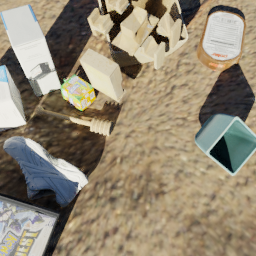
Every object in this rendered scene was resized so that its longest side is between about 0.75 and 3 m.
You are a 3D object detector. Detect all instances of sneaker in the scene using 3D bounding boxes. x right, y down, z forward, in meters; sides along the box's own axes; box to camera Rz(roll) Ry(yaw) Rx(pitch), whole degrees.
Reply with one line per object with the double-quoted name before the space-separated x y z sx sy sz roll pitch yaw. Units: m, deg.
"sneaker" -2.181 1.053 6.667 2.334 0.909 1.160 26 67 15

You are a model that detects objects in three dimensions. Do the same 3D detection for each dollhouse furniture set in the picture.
"dollhouse furniture set" -0.068 -1.978 7.143 1.996 1.414 2.173 32 78 14

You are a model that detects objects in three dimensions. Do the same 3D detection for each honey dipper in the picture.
"honey dipper" -1.529 -0.226 7.695 2.275 0.432 0.432 13 61 12

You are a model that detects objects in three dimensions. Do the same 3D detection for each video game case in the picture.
"video game case" -2.808 2.479 5.339 2.210 0.312 2.446 22 79 -11

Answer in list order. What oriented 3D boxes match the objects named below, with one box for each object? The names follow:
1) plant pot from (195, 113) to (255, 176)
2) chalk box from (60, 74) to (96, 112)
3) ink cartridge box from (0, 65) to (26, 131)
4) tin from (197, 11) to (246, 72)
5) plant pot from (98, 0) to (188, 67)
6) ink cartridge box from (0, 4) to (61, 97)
"plant pot" 2.277 0.287 6.844 1.081 1.102 1.078 37 93 -24
"chalk box" -1.503 -1.054 8.007 0.980 0.610 0.607 33 65 18
"ink cartridge box" -3.909 -0.598 7.400 1.906 1.193 1.225 -18 62 -10
"tin" 3.067 -2.908 9.156 1.385 0.518 2.473 13 61 12
"plant pot" 0.263 -2.869 8.145 2.071 1.833 2.068 -12 80 -8
"ink cartridge box" -2.632 -2.081 7.790 0.830 1.982 1.438 -23 63 -13
